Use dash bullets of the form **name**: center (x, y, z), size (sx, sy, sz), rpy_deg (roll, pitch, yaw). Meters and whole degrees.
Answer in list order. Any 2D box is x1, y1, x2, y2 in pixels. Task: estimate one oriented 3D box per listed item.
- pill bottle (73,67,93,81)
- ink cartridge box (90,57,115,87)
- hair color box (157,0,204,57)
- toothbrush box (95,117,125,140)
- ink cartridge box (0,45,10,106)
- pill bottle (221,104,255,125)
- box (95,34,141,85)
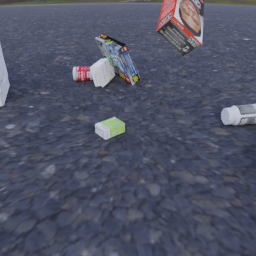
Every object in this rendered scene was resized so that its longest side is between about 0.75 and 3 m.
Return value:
- **pill bottle**: center (-1.868, -2.420, 12.476), size (1.093, 0.614, 0.614), rpy_deg (-1, 29, -2)
- **ink cartridge box**: center (-1.128, -2.364, 12.001), size (0.515, 0.897, 1.531), rpy_deg (-3, 28, 22)
- **hair color box**: center (1.508, -3.133, 7.751), size (1.106, 0.667, 2.178), rpy_deg (34, 50, -26)
- **toothbrush box**: center (-0.541, -0.003, 8.483), size (0.751, 0.323, 0.547), rpy_deg (-22, 36, -35)
- **ink cartridge box**: center (-6.095, -1.994, 10.149), size (2.905, 2.121, 2.131), rpy_deg (-7, 31, -12)
- **pill bottle**: center (3.594, -0.416, 8.904), size (1.107, 0.630, 0.630), rpy_deg (-5, 30, -10)
- **box**: center (-0.481, -3.111, 12.521), size (0.510, 1.751, 2.557), rpy_deg (-33, 38, -9)
